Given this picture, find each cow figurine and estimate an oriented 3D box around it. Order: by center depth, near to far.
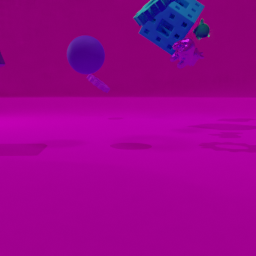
[{"bbox_3d":[1.540,-1.929,7.087,0.981,0.547,0.997,-35,-23,-17],"label":"cow figurine"}]

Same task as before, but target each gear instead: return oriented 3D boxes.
[{"bbox_3d":[0.605,-2.461,5.511,1.106,0.204,1.106,-36,21,17],"label":"gear"},{"bbox_3d":[-1.243,-1.880,11.792,1.066,0.197,1.066,36,11,-8],"label":"gear"}]

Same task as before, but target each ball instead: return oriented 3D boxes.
[{"bbox_3d":[-0.832,-1.444,5.562,0.748,0.748,0.748,0,7,0],"label":"ball"}]

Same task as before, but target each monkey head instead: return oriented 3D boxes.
[{"bbox_3d":[3.027,-4.101,11.648,0.633,0.756,1.051,-30,-37,16],"label":"monkey head"}]

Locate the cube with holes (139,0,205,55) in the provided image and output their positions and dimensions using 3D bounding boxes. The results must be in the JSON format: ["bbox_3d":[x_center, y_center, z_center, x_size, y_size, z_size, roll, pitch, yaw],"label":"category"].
[{"bbox_3d":[1.384,-3.441,8.906,1.304,1.304,1.304,33,50,-2],"label":"cube with holes"}]

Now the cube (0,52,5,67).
[{"bbox_3d":[-3.073,-1.496,5.253,0.956,0.956,0.956,-19,13,-3],"label":"cube"}]

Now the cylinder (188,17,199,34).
[{"bbox_3d":[2.121,-4.408,11.135,1.020,1.020,1.020,7,-12,44],"label":"cylinder"}]
